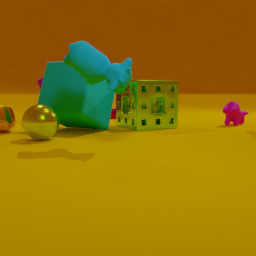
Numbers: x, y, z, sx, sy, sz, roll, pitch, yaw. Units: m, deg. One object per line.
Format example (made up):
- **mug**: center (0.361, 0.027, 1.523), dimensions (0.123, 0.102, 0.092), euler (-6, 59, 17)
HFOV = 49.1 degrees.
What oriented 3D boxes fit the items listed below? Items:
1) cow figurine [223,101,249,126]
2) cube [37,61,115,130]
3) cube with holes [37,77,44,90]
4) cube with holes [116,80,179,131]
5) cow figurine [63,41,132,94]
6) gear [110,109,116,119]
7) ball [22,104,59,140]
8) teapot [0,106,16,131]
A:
- **cow figurine**: center (3.106, -0.441, 8.103), dimensions (0.505, 0.920, 0.906), euler (7, 42, 41)
- **cube**: center (-1.212, -0.762, 6.839), dimensions (1.295, 1.295, 1.295), euler (3, -14, 24)
- **cube with holes**: center (-2.103, -1.227, 9.450), dimensions (1.127, 1.127, 1.127), euler (-26, -12, 12)
- **cube with holes**: center (0.488, -0.639, 7.567), dimensions (1.230, 1.230, 1.230), euler (-4, 8, -27)
- **cow figurine**: center (-0.454, -0.966, 4.365), dimensions (1.058, 0.581, 1.041), euler (37, -11, -24)
- **gear**: center (-0.400, -0.552, 10.548), dimensions (1.559, 0.288, 1.559), euler (0, 7, 0)
- **ball**: center (-1.718, -0.117, 5.521), dimensions (0.709, 0.709, 0.709), euler (0, 7, 0)
- **teapot**: center (-3.084, -0.296, 6.489), dimensions (0.904, 0.712, 1.454), euler (3, -3, -8)
